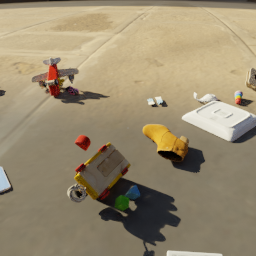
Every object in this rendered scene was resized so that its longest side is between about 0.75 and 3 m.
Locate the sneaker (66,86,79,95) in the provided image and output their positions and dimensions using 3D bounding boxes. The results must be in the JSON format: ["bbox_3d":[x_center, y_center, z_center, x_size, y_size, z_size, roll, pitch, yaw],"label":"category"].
[{"bbox_3d":[-2.714,-1.765,13.335,0.792,0.313,0.378,19,47,30],"label":"sneaker"}]

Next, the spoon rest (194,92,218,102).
[{"bbox_3d":[3.499,-1.359,12.655,1.197,0.363,0.595,4,29,-19],"label":"spoon rest"}]

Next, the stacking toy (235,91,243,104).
[{"bbox_3d":[4.963,-1.337,12.562,0.363,0.363,0.850,10,37,16],"label":"stacking toy"}]

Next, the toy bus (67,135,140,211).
[{"bbox_3d":[-0.853,1.314,7.410,2.019,1.043,1.905,15,48,-31],"label":"toy bus"}]

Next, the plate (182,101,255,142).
[{"bbox_3d":[3.690,-0.443,11.019,2.287,0.370,2.282,-25,39,-35],"label":"plate"}]

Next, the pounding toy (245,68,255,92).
[{"bbox_3d":[5.983,-1.975,11.796,1.871,1.070,1.073,32,-1,9],"label":"pounding toy"}]

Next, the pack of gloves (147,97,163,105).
[{"bbox_3d":[1.208,-1.167,12.508,0.633,0.149,0.753,-9,26,2],"label":"pack of gloves"}]

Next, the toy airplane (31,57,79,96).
[{"bbox_3d":[-3.517,-2.477,13.524,1.831,1.292,1.823,32,75,23],"label":"toy airplane"}]

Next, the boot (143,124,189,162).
[{"bbox_3d":[1.115,0.469,9.201,1.752,0.617,1.254,19,29,17],"label":"boot"}]

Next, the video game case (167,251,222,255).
[{"bbox_3d":[1.389,2.971,5.555,1.169,0.137,1.063,3,31,3],"label":"video game case"}]

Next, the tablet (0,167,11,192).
[{"bbox_3d":[-3.852,1.530,8.008,0.724,0.076,1.113,-19,35,-28],"label":"tablet"}]
